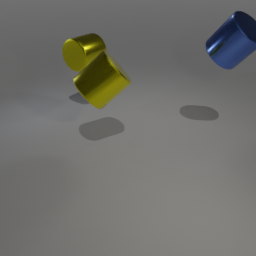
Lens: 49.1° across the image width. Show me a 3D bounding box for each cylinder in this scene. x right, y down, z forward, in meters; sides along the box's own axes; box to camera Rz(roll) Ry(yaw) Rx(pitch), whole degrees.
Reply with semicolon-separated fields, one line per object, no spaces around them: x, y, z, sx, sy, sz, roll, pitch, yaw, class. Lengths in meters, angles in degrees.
-1.895;-3.321;12.265;1.400;1.400;1.400;18;35;29;cylinder
-0.848;-1.585;9.321;1.400;1.400;1.400;-40;28;13;cylinder
3.646;-2.972;9.592;1.400;1.400;1.400;14;57;-23;cylinder
